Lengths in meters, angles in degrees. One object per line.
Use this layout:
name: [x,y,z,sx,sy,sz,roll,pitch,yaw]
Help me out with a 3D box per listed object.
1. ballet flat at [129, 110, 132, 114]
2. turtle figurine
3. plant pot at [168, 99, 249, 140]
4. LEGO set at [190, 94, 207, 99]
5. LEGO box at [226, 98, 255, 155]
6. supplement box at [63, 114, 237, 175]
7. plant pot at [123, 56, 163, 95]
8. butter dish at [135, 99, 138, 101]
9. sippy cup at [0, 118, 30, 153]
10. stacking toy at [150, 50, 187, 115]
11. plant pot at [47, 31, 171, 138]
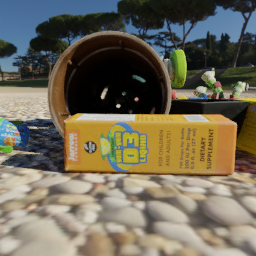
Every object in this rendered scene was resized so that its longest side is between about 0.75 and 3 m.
ballet flat: [-0.250,-0.198,8.883,0.718,0.760,2.256,-32,20,-22]
turtle figurine: [3.367,-0.892,9.416,2.184,2.117,1.572,-30,-32,-1]
plant pot: [1.679,-0.056,6.120,1.268,1.124,1.265,-5,11,-25]
LEGO set: [2.575,-0.468,8.778,1.215,1.129,2.961,1,10,10]
LEGO box: [3.616,0.003,5.704,2.147,1.113,2.883,-1,9,-8]
supplement box: [0.332,0.254,4.830,2.763,0.919,0.951,0,11,5]
plant pot: [0.276,-1.698,9.238,1.825,1.229,1.825,-4,16,1]
butter dish: [0.769,-1.027,12.514,1.412,1.044,1.408,2,8,14]
sippy cup: [-2.593,0.174,6.297,0.667,0.910,0.715,9,-21,-13]
stacking toy: [1.093,-1.247,9.488,1.181,2.530,2.795,-3,7,-5]
plant pot: [-0.186,-0.673,6.671,2.501,2.501,2.476,2,2,11]
